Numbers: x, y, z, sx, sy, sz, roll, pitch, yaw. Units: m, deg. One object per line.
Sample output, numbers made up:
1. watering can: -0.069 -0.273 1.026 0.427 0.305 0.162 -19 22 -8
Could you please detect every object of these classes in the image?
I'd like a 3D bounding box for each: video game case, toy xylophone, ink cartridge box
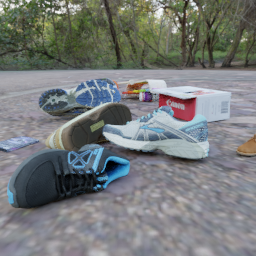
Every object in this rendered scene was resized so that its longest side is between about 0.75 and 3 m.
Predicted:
1. video game case: -2.698 0.366 6.665 0.652 0.087 0.913 8 15 30
2. toy xylophone: 0.603 -1.917 13.524 1.912 0.656 2.611 -3 4 -21
3. ink cartridge box: 2.021 -0.846 9.701 1.929 0.921 2.197 -8 16 -24

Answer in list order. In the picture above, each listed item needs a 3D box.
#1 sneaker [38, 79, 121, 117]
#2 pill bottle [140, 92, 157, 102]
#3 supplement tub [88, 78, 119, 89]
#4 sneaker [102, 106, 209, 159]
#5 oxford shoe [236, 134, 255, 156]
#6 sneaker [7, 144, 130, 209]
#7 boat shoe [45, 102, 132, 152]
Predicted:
1. sneaker: -1.544 -0.886 9.368 2.615 1.008 1.114 -5 -20 -2
2. pill bottle: 0.953 -1.462 13.132 0.798 0.449 0.449 -1 14 -4
3. supplement tub: -1.247 -1.789 13.162 1.070 1.070 1.746 8 17 30
4. sneaker: 0.575 0.019 5.935 2.273 0.981 0.882 7 0 16
5. oxford shoe: 2.781 0.318 6.169 1.203 0.429 0.429 -15 24 -37
6. sneaker: -0.777 0.661 4.179 0.817 0.730 1.995 10 17 35
7. boat shoe: -0.901 -0.058 6.876 0.998 0.939 2.620 -8 7 34
